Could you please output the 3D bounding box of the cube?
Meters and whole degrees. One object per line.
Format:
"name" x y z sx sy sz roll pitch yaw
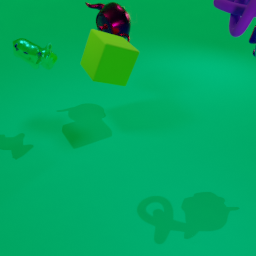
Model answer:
"cube" -0.561 -2.041 8.206 1.134 1.134 1.134 3 34 -35

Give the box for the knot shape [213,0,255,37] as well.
"knot shape" 2.078 -2.118 4.903 1.213 0.560 1.135 -2 57 42

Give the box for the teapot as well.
"teapot" -0.585 -3.379 8.993 0.962 1.222 1.966 -34 84 -26

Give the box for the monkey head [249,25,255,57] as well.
"monkey head" 2.943 -1.594 5.265 1.141 1.586 0.956 -34 38 8

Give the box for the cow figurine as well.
"cow figurine" -2.497 -1.996 7.431 1.238 0.679 1.218 30 -11 -12
